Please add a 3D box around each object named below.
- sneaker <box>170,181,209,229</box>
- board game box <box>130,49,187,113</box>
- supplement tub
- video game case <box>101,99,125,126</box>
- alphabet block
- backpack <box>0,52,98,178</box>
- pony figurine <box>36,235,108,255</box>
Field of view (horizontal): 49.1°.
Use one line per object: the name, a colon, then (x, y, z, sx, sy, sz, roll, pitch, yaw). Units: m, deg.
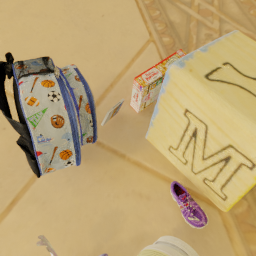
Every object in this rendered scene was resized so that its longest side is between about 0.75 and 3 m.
sneaker: (1.365, 1.787, 6.572, 0.505, 0.523, 1.253, -37, 56, -3)
board game box: (0.924, -1.370, 8.337, 1.810, 1.371, 0.419, -35, 70, -21)
supplement tub: (0.503, 3.115, 5.225, 1.387, 1.387, 1.913, 37, 43, 21)
video game case: (-0.429, -0.456, 8.035, 0.073, 0.596, 0.833, 38, 44, 7)
alphabet block: (2.429, -0.209, 6.618, 2.652, 2.666, 2.715, -32, 63, -28)
backpack: (-1.767, -0.217, 6.538, 2.034, 2.641, 2.515, -14, 39, -9)
pony figurine: (-1.138, 2.959, 5.482, 1.710, 1.651, 1.424, -6, 45, -9)
